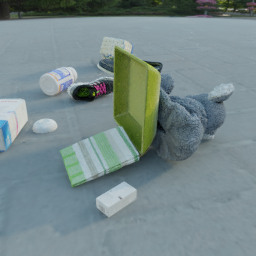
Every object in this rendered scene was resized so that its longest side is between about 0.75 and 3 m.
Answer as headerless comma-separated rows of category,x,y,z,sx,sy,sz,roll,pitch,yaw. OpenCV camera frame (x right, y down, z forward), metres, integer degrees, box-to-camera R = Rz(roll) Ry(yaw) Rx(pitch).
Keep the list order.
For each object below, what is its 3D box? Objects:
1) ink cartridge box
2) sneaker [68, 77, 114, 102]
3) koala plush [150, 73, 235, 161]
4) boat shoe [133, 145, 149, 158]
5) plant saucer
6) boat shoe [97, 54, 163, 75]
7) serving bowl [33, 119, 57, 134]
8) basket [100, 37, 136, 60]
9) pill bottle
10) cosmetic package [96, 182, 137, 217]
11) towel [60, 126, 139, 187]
ink cartridge box,-5.037,-0.177,10.466,1.778,1.042,2.461,0,29,0
sneaker,-1.650,-1.832,13.788,2.553,0.942,1.117,-10,30,-11
koala plush,2.209,-0.352,9.572,2.910,2.580,2.674,-14,43,-26
boat shoe,-0.019,0.714,9.279,1.703,0.575,0.613,-16,32,-28
plant saucer,0.268,-1.023,9.082,0.671,2.802,2.798,-8,29,-19
boat shoe,0.128,-2.302,10.442,2.485,0.768,0.930,9,38,-17
serving bowl,-3.328,-0.132,11.179,0.950,0.313,0.950,-1,28,0
basket,-0.659,-5.221,19.494,2.304,1.818,2.613,16,6,26
pill bottle,-3.617,-2.576,14.921,1.149,1.149,2.050,11,29,21
cosmetic package,-0.291,1.851,7.354,1.000,0.370,0.509,-26,38,-38
towel,-0.896,0.842,8.666,2.157,0.331,1.609,-22,44,-10
